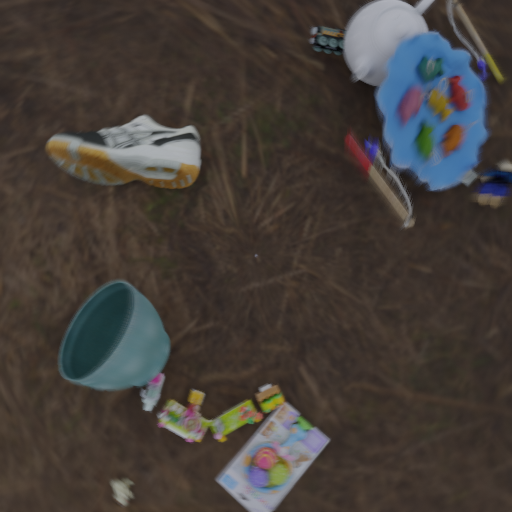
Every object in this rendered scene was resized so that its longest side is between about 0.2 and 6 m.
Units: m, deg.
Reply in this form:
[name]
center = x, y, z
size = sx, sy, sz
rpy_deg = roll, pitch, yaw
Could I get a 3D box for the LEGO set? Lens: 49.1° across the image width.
[LEGO set]
center = -0.721, 2.550, 9.091
size = 2.365, 0.880, 1.088
rpy_deg = 6, 80, 1

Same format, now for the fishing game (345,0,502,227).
[fishing game]
center = 3.148, -2.428, 9.500
size = 2.715, 0.589, 3.792
rpy_deg = 49, 68, -24

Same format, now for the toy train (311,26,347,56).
[toy train]
center = 1.391, -4.057, 10.510
size = 0.784, 0.334, 0.447
rpy_deg = 4, 78, -17

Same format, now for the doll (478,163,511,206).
[doll]
center = 4.334, -1.292, 9.974
size = 0.702, 0.249, 1.029
rpy_deg = 18, 53, 29

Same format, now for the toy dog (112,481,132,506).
[toy dog]
center = -2.222, 3.900, 9.179
size = 0.357, 0.257, 0.369
rpy_deg = -3, 80, 12

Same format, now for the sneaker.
[sneaker]
center = -2.287, -1.936, 9.984
size = 2.640, 0.999, 1.157
rpy_deg = 8, 66, -3

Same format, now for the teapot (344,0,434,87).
[teapot]
center = 2.416, -3.863, 9.931
size = 1.600, 1.184, 1.621
rpy_deg = -2, 93, -7

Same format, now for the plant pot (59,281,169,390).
[plant pot]
center = -2.128, 1.414, 8.991
size = 1.147, 1.712, 1.712
rpy_deg = 39, 79, -37

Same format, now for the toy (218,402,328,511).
[toy]
center = 0.280, 3.386, 9.191
size = 0.987, 0.405, 1.714
rpy_deg = 40, 82, 7
